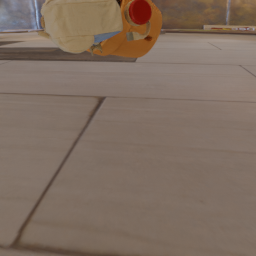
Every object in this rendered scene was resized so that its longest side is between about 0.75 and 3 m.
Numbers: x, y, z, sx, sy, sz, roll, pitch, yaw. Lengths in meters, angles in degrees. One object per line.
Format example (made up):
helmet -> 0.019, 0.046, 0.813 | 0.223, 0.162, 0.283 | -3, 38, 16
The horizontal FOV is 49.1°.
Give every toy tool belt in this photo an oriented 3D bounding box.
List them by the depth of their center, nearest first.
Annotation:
toy tool belt -> -0.915, -2.771, 7.300 | 2.692, 1.681, 1.654 | -18, 17, -21

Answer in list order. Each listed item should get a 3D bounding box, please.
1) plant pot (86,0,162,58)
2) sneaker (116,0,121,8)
plant pot -> -0.146, -3.843, 10.218 | 2.017, 2.882, 2.882 | 14, 13, -35
sneaker -> -1.236, -4.147, 9.862 | 2.419, 0.979, 0.894 | -33, 47, -30
